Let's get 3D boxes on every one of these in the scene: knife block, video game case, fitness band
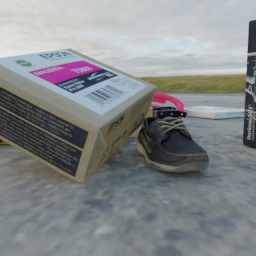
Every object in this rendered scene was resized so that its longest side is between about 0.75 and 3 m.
[{"bbox_3d":[0.230,-0.162,6.861,2.002,0.730,2.281,6,9,41],"label":"knife block"},{"bbox_3d":[3.465,-0.691,11.908,2.357,0.307,2.589,-5,10,-33],"label":"video game case"},{"bbox_3d":[1.098,-1.003,11.380,2.369,0.443,1.702,8,27,-9],"label":"fitness band"}]

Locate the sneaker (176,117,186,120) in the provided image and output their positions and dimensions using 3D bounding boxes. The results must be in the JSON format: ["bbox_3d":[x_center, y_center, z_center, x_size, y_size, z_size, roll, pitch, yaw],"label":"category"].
[{"bbox_3d":[1.062,-0.350,8.527,1.765,0.621,0.825,-4,4,-44],"label":"sneaker"}]

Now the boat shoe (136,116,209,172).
[{"bbox_3d":[0.592,0.183,4.547,0.756,0.744,2.029,-3,9,-19],"label":"boat shoe"}]

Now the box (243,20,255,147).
[{"bbox_3d":[3.413,-0.755,4.911,1.304,2.505,2.281,-5,10,-27],"label":"box"}]

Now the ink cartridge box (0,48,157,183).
[{"bbox_3d":[-0.876,-0.452,4.570,2.022,0.922,2.454,27,28,11],"label":"ink cartridge box"}]

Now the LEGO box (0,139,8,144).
[{"bbox_3d":[-2.702,-0.408,7.119,2.164,1.121,2.906,-1,8,-5],"label":"LEGO box"}]
